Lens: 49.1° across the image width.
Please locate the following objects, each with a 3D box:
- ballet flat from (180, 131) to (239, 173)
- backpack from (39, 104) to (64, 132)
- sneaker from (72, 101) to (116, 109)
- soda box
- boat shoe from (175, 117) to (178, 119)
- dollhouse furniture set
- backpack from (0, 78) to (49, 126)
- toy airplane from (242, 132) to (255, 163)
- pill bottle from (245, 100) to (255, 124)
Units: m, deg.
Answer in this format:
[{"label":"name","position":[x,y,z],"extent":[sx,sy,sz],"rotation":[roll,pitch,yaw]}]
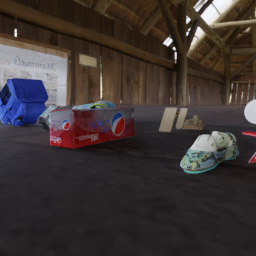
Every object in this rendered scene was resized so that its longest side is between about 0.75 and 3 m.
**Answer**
[{"label":"ballet flat","position":[1.470,0.360,5.007],"extent":[0.640,0.640,1.725],"rotation":[5,8,39]},{"label":"backpack","position":[-2.488,-0.354,9.545],"extent":[0.660,0.778,0.877],"rotation":[10,54,28]},{"label":"sneaker","position":[-1.312,-0.828,14.139],"extent":[2.698,1.073,1.761],"rotation":[-18,12,-41]},{"label":"soda box","position":[-0.854,-0.084,7.606],"extent":[0.831,0.917,2.620],"rotation":[4,7,34]},{"label":"boat shoe","position":[2.597,-0.754,16.818],"extent":[1.048,0.375,0.345],"rotation":[12,8,44]},{"label":"dollhouse furniture set","position":[1.991,-0.002,10.305],"extent":[1.145,0.981,1.204],"rotation":[4,-28,33]},{"label":"backpack","position":[-4.643,-0.925,12.038],"extent":[1.721,1.778,2.118],"rotation":[1,-29,-47]},{"label":"toy airplane","position":[3.382,0.187,5.282],"extent":[2.730,0.502,2.730],"rotation":[-5,10,1]},{"label":"pill bottle","position":[6.547,-0.803,13.496],"extent":[1.157,1.157,2.033],"rotation":[5,8,42]}]
